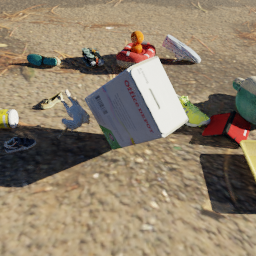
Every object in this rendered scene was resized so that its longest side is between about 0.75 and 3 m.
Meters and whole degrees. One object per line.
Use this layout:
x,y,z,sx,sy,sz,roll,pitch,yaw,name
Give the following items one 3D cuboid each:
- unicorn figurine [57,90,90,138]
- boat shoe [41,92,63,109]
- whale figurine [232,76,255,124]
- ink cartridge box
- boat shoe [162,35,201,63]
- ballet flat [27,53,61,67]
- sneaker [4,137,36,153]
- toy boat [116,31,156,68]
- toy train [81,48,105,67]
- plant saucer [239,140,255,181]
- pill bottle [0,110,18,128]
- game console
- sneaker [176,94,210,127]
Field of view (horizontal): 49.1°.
-1.713,-0.481,8.931,1.389,0.747,2.022,54,19,15,unicorn figurine
-3.136,-1.128,11.464,0.393,0.336,1.071,23,43,27,boat shoe
4.931,-1.042,10.700,2.337,1.524,2.938,28,19,2,whale figurine
0.129,-0.594,8.297,1.197,1.987,2.735,-32,7,-32,ink cartridge box
2.713,-3.880,14.697,2.195,0.936,0.811,32,34,-6,boat shoe
-4.293,-3.448,14.395,1.826,0.644,0.596,14,14,13,ballet flat
-3.589,0.506,9.315,0.991,0.393,0.389,-17,39,-23,sneaker
0.423,-4.039,14.130,1.673,1.676,2.563,13,40,16,toy boat
-1.838,-3.675,14.525,0.960,0.718,1.685,-7,37,-24,toy train
4.630,1.319,8.114,2.335,0.566,2.335,1,38,2,plant saucer
-4.696,-0.335,10.160,1.210,0.674,0.674,0,38,0,pill bottle
3.557,0.087,10.058,1.246,0.858,1.446,41,46,0,game console
2.150,-0.722,10.561,0.791,0.802,2.098,-30,47,-35,sneaker
